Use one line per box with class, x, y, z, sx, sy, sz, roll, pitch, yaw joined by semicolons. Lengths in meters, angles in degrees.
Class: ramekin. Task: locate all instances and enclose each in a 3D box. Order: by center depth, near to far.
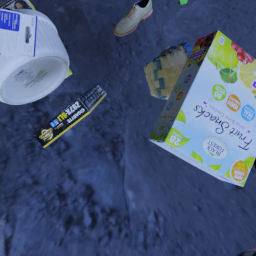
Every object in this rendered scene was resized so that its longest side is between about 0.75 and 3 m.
ramekin;-2.355;-1.461;6.358;2.114;2.114;1.110;-31;78;-14

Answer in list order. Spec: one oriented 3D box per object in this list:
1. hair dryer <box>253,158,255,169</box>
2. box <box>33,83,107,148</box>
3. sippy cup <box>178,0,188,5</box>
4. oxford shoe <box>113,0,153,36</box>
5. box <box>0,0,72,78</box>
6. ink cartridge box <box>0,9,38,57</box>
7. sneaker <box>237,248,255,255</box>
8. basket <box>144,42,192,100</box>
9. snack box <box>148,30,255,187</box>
hair dryer;2.467;0.531;4.846;0.489;1.800;1.371;-16;65;0
box;-0.905;-0.246;4.614;0.969;1.213;0.299;-34;102;16
sippy cup;1.188;-3.603;6.595;0.906;1.154;0.846;19;27;-10
oxford shoe;0.112;-3.086;7.650;0.508;0.529;1.434;36;73;17
box;-2.666;-2.445;7.953;0.984;0.655;2.614;-30;82;3
ink cartridge box;-2.522;-1.762;5.032;1.665;0.309;0.788;4;89;-20
sneaker;2.419;2.070;4.504;0.764;2.178;0.893;44;111;41
basket;1.421;-1.334;6.598;1.904;1.679;1.324;-9;98;-4
snack box;1.438;-0.264;4.404;1.564;0.628;1.854;28;83;-18
